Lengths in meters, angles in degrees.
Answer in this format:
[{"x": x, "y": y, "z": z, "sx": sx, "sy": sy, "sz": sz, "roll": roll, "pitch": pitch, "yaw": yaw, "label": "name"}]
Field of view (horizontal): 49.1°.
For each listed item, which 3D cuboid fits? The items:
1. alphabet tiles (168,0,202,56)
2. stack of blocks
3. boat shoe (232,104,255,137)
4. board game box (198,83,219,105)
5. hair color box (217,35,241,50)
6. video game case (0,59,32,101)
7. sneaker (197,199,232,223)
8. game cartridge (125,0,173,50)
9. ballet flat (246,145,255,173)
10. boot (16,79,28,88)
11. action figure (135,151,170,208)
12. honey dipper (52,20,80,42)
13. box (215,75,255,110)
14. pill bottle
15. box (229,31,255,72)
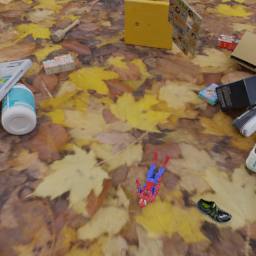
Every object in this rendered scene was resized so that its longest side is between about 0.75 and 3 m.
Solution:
[{"x": 1.792, "y": -3.334, "z": 9.277, "sx": 0.072, "sy": 1.916, "sz": 1.601, "roll": -29, "pitch": 65, "yaw": -11, "label": "alphabet tiles"}, {"x": -3.151, "y": -2.887, "z": 12.717, "sx": 1.317, "sy": 0.386, "sz": 0.758, "roll": -16, "pitch": 46, "yaw": -16, "label": "stack of blocks"}, {"x": 4.649, "y": -0.547, "z": 10.039, "sx": 2.327, "sy": 0.835, "sz": 0.789, "roll": -33, "pitch": 54, "yaw": -21, "label": "boat shoe"}, {"x": 3.425, "y": -1.371, "z": 11.258, "sx": 0.995, "sy": 0.224, "sz": 0.757, "roll": -31, "pitch": 52, "yaw": -28, "label": "board game box"}, {"x": 5.223, "y": -4.286, "z": 14.173, "sx": 1.260, "sy": 0.386, "sz": 0.639, "roll": 20, "pitch": 47, "yaw": 20, "label": "hair color box"}, {"x": -5.211, "y": -1.657, "z": 10.424, "sx": 2.659, "sy": 0.293, "sz": 2.424, "roll": -1, "pitch": 44, "yaw": 23, "label": "video game case"}, {"x": 2.281, "y": 2.187, "z": 7.435, "sx": 0.948, "sy": 0.393, "sz": 0.336, "roll": 25, "pitch": 51, "yaw": 24, "label": "sneaker"}, {"x": 1.061, "y": -5.047, "z": 13.661, "sx": 2.501, "sy": 2.205, "sz": 0.406, "roll": 11, "pitch": 44, "yaw": 10, "label": "game cartridge"}, {"x": 4.469, "y": 0.489, "z": 8.950, "sx": 0.799, "sy": 0.799, "sz": 2.302, "roll": 28, "pitch": 50, "yaw": 26, "label": "ballet flat"}, {"x": -5.057, "y": -1.298, "z": 10.848, "sx": 2.031, "sy": 0.748, "sz": 1.571, "roll": 1, "pitch": 41, "yaw": 18, "label": "boot"}, {"x": 0.703, "y": 1.330, "z": 7.985, "sx": 0.629, "sy": 0.954, "sz": 1.927, "roll": 14, "pitch": 48, "yaw": 15, "label": "action figure"}, {"x": -3.307, "y": -5.433, "z": 15.329, "sx": 0.479, "sy": 0.479, "sz": 2.522, "roll": 14, "pitch": 44, "yaw": 14, "label": "honey dipper"}, {"x": 4.363, "y": -1.354, "z": 10.128, "sx": 1.601, "sy": 0.956, "sz": 1.628, "roll": -18, "pitch": 3, "yaw": -18, "label": "box"}, {"x": -3.904, "y": -0.778, "z": 10.005, "sx": 1.100, "sy": 1.100, "sz": 1.986, "roll": -12, "pitch": 45, "yaw": -12, "label": "pill bottle"}, {"x": 6.212, "y": -3.455, "z": 13.080, "sx": 2.326, "sy": 0.303, "sz": 2.846, "roll": 29, "pitch": 50, "yaw": 13, "label": "box"}]
